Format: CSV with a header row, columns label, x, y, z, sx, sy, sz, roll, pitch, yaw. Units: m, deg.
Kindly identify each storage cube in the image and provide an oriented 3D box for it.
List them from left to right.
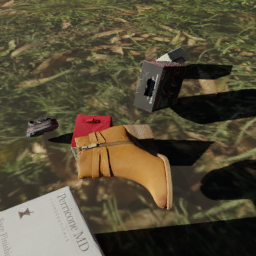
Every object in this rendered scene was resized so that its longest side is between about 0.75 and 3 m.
label,x,y,z,sx,sy,sz,roll,pitch,yaw
storage cube,-0.835,0.309,6.906,0.869,1.017,0.914,3,57,3

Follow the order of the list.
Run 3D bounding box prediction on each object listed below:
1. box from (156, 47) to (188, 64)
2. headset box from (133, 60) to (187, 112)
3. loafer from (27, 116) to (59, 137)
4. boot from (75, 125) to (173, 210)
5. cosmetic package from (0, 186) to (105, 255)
label,x,y,z,sx,sy,sz,roll,pitch,yaw
box,1.615,-2.501,10.501,0.715,0.609,1.118,-25,8,46
headset box,0.928,-1.257,8.253,0.673,1.334,1.795,25,23,29
loafer,-2.226,-0.088,7.073,0.527,0.461,1.465,-7,-7,-40
boot,-0.131,0.774,5.275,1.608,0.766,2.078,-9,40,-12
cosmetic package,-1.394,2.185,4.161,1.881,1.552,1.551,-19,44,-23
